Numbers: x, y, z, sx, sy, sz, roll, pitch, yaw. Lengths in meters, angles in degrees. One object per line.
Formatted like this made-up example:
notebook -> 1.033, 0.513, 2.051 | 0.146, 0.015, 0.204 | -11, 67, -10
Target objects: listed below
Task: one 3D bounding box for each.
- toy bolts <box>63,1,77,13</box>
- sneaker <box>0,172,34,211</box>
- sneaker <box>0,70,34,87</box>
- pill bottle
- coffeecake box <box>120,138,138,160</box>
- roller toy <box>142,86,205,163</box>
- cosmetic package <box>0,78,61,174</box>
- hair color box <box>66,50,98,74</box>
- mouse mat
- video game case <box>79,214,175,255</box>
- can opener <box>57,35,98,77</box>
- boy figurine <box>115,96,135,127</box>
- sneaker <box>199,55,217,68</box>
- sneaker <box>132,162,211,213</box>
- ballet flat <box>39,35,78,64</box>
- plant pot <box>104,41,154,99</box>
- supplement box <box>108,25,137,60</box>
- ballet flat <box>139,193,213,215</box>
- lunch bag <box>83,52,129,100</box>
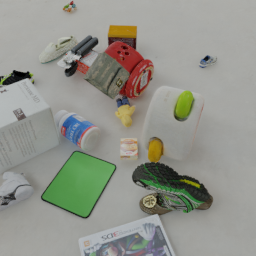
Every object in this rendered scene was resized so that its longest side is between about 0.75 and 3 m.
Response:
toy bolts -> -3.897, -8.077, 18.947 | 0.871, 0.604, 0.832 | -47, 22, -23
sneaker -> -4.154, 2.114, 9.340 | 1.784, 0.670, 1.025 | -20, 50, -24
sneaker -> -5.476, -2.470, 13.427 | 1.989, 0.824, 0.713 | -1, 47, -1
pill bottle -> -2.053, 0.028, 10.997 | 1.843, 1.034, 1.034 | 30, 54, 27
coffeecake box -> 0.035, 0.807, 10.760 | 0.655, 0.312, 0.853 | 0, 47, 0
roller toy -> 1.567, -0.168, 10.208 | 1.894, 2.710, 2.472 | 16, 15, 15
cosmetic package -> -4.228, -0.106, 10.373 | 2.547, 2.101, 2.099 | -28, 53, -24
hair color box -> -1.946, -3.353, 14.318 | 2.324, 0.712, 1.180 | 35, 57, 27
mouse mat -> -1.691, 1.895, 9.925 | 1.874, 0.088, 2.329 | 18, 49, 16
video game case -> 0.164, 4.044, 7.765 | 2.570, 0.330, 2.827 | -14, 49, -12
can opener -> -2.477, -3.681, 14.037 | 0.727, 0.918, 2.761 | 24, 58, 18
boy figurine -> -0.096, -0.703, 11.981 | 0.955, 0.495, 1.536 | -22, 49, 8
sneaker -> 4.253, -3.575, 14.663 | 1.203, 0.512, 0.463 | -28, 53, -24
sneaker -> 0.991, 1.575, 6.801 | 2.269, 0.966, 0.885 | 28, 20, -28
ballet flat -> -3.829, -4.396, 15.220 | 2.518, 0.903, 0.903 | -36, 57, -28
plant pot -> -0.081, -2.501, 12.608 | 1.965, 2.157, 2.157 | 35, 56, 20
supplement box -> -0.281, -4.510, 14.851 | 1.468, 1.488, 0.988 | 3, 47, 3
ballet flat -> 1.582, 2.367, 9.147 | 2.434, 0.564, 0.820 | -1, 47, -1
lunch bag -> -0.592, -1.549, 8.492 | 0.966, 1.178, 0.693 | -58, 25, -5
